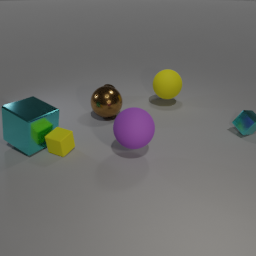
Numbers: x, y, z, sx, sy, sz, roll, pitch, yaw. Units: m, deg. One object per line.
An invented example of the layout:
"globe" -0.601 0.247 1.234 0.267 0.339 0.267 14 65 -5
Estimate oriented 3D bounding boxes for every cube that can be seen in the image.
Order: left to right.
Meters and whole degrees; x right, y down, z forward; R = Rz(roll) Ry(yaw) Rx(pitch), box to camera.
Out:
"cube" -3.490 -0.122 10.099 1.400 1.400 1.400 26 33 23
"cube" -2.394 0.484 9.920 0.700 0.700 0.700 14 38 23
"cube" 4.678 -0.215 10.941 0.700 0.700 0.700 -2 48 -39

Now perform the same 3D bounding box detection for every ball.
"ball" -0.936 -1.140 12.250 1.400 1.400 1.400 0 28 0
"ball" 0.201 0.008 9.405 1.400 1.400 1.400 0 28 0
"ball" 1.876 -2.080 13.355 1.400 1.400 1.400 0 28 0

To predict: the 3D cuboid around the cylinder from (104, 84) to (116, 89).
"cylinder" -1.012 -1.691 13.850 0.700 0.700 0.700 8 52 15
